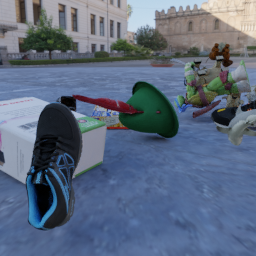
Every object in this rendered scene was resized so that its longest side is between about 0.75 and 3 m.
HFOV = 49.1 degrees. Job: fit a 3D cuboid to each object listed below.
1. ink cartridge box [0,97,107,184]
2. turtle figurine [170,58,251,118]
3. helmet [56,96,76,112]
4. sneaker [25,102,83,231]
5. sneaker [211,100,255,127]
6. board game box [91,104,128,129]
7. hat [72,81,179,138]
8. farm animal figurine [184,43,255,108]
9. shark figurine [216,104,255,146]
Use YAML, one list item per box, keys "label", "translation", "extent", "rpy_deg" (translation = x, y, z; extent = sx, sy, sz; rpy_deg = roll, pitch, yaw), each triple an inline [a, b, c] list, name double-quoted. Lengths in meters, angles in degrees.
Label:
- label: "ink cartridge box"
  translation: [-1.790, 0.169, 5.444]
  extent: [2.218, 0.931, 1.606]
  rpy_deg: [19, 23, 29]
- label: "turtle figurine"
  translation: [2.673, -1.640, 9.357]
  extent: [2.409, 1.788, 2.485]
  rpy_deg: [-13, 28, 26]
- label: "helmet"
  translation: [-2.202, -0.767, 9.894]
  extent: [0.727, 0.762, 0.762]
  rpy_deg: [0, 15, -7]
- label: "sneaker"
  translation: [-0.862, 0.409, 3.251]
  extent: [0.550, 1.504, 0.616]
  rpy_deg: [-4, -9, 7]
- label: "sneaker"
  translation: [3.537, -0.519, 8.032]
  extent: [2.210, 0.994, 0.773]
  rpy_deg: [3, 44, 1]
- label: "board game box"
  translation: [-0.192, -0.402, 8.788]
  extent: [1.774, 0.411, 1.344]
  rpy_deg: [0, 22, 1]
- label: "hat"
  translation: [-0.018, -0.121, 6.877]
  extent: [1.706, 1.605, 1.938]
  rpy_deg: [-34, 60, -24]
- label: "farm animal figurine"
  translation: [3.785, -1.531, 10.275]
  extent: [2.395, 1.491, 2.966]
  rpy_deg: [-38, 65, -21]
- label: "shark figurine"
  translation: [2.574, -0.269, 5.904]
  extent: [1.017, 0.710, 1.702]
  rpy_deg: [24, -35, -17]
